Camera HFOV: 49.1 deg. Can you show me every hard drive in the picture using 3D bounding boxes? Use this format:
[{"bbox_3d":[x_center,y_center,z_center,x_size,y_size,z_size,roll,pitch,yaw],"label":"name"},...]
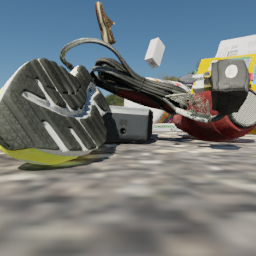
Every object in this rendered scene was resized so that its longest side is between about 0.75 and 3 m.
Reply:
[{"bbox_3d":[-1.085,-0.165,4.638,2.942,0.484,2.053,4,3,6],"label":"hard drive"}]

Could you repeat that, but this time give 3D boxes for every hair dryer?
[{"bbox_3d":[0.707,-0.492,4.017,2.279,0.813,2.992,19,-7,28],"label":"hair dryer"}]

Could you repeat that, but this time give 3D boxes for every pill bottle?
[{"bbox_3d":[1.341,-0.851,9.897,1.650,1.650,2.836,2,3,42],"label":"pill bottle"}]

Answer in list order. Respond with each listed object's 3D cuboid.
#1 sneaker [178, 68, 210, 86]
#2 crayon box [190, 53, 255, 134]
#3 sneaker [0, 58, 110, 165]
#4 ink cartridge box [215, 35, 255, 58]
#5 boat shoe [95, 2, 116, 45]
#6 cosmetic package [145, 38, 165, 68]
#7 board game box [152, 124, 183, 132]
[{"bbox_3d":[2.777,-2.142,10.555,1.938,0.848,0.721,-13,33,-15],"label":"sneaker"},{"bbox_3d":[2.822,-0.773,5.865,2.850,1.792,0.735,2,-37,33],"label":"crayon box"},{"bbox_3d":[-0.746,-0.055,2.601,0.930,0.805,2.060,-30,7,8],"label":"sneaker"},{"bbox_3d":[3.972,-1.185,7.574,2.414,1.153,2.749,1,-33,44],"label":"ink cartridge box"},{"bbox_3d":[-0.787,-3.847,10.347,0.583,1.577,0.582,-15,33,-6],"label":"boat shoe"},{"bbox_3d":[1.186,-3.286,12.275,0.431,1.208,0.613,-7,-37,39],"label":"cosmetic package"},{"bbox_3d":[1.032,-0.012,6.961,1.143,0.198,0.722,0,1,-14],"label":"board game box"}]
